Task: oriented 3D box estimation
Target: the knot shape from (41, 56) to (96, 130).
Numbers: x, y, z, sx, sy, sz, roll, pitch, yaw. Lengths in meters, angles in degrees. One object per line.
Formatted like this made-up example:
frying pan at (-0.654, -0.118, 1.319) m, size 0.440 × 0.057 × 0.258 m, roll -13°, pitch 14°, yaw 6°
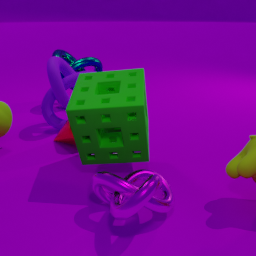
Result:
knot shape at (-1.439, -0.995, 7.691) m, size 0.906 × 1.961 × 1.835 m, roll 13°, pitch 23°, yaw 41°

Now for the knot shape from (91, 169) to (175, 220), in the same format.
knot shape at (0.172, 0.969, 4.295) m, size 1.241 × 0.613 × 1.326 m, roll 3°, pitch -4°, yaw -35°

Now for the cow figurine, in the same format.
cow figurine at (2.621, 0.618, 4.388) m, size 1.646 × 1.673 × 0.918 m, roll -42°, pitch -5°, yaw -11°

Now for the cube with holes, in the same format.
cube with holes at (-0.280, -0.220, 5.270) m, size 1.256 × 1.256 × 1.256 m, roll -4°, pitch 38°, yaw 6°

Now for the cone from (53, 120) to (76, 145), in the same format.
cone at (-1.475, 0.169, 6.822) m, size 0.898 × 0.895 × 0.895 m, roll -20°, pitch 15°, yaw 23°

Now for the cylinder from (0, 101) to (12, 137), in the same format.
cylinder at (-3.259, -0.229, 6.321) m, size 0.871 × 0.871 × 0.871 m, roll 11°, pitch 1°, yaw 25°

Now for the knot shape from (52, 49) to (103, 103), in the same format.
knot shape at (-1.622, -1.738, 9.392) m, size 1.841 × 1.967 × 0.909 m, roll -24°, pitch 19°, yaw -36°
